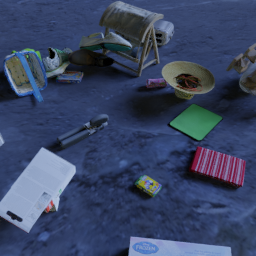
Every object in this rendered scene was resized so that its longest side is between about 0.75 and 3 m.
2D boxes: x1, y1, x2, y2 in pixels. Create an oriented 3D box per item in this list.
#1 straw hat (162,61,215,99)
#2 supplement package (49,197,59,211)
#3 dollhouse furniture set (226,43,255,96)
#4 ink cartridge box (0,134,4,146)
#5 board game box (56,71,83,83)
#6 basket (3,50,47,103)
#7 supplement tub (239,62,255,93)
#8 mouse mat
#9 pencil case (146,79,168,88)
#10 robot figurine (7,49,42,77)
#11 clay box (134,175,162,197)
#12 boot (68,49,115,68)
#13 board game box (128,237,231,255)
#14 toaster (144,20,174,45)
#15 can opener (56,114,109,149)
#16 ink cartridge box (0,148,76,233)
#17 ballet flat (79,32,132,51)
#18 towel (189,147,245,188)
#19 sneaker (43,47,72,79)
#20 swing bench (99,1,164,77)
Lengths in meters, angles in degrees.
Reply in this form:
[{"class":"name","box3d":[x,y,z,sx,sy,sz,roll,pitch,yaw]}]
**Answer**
[{"class":"straw hat","box3d":[2.618,-1.907,12.713,2.554,1.081,2.554,3,43,-3]},{"class":"supplement package","box3d":[-2.424,2.140,8.571,0.472,0.807,0.473,0,43,0]},{"class":"dollhouse furniture set","box3d":[6.258,-2.399,12.810,2.839,1.848,2.608,-36,76,-17]},{"class":"ink cartridge box","box3d":[-6.123,0.006,10.732,1.711,0.987,2.358,-29,50,-28]},{"class":"board game box","box3d":[-2.928,-2.583,14.120,1.196,0.206,0.809,3,43,4]},{"class":"basket","box3d":[-4.568,-2.445,12.574,1.683,2.134,2.420,-23,38,-16]},{"class":"supplement tub","box3d":[6.076,-2.490,13.408,1.050,1.050,1.592,25,49,25]},{"class":"mouse mat","box3d":[2.872,-0.295,11.760,1.575,0.074,1.957,32,52,30]},{"class":"pencil case","box3d":[1.408,-2.194,13.532,1.049,0.459,0.459,-5,43,-4]},{"class":"robot figurine","box3d":[-5.318,-3.321,14.259,1.668,1.100,1.901,25,47,24]},{"class":"clay box","box3d":[0.650,1.884,9.296,0.815,0.194,0.468,29,51,26]},{"class":"boot","box3d":[-1.786,-3.494,14.115,2.326,0.869,1.127,-14,26,-42]},{"class":"board game box","box3d":[1.231,4.084,6.628,2.677,0.581,2.664,4,43,5]},{"class":"toaster","box3d":[1.723,-5.771,16.887,1.999,1.136,1.291,15,47,11]},{"class":"can opener","box3d":[-1.764,0.053,10.965,2.179,0.724,0.574,-31,52,-23]},{"class":"ink cartridge box","box3d":[-2.542,1.727,7.859,1.164,0.538,2.136,28,61,7]},{"class":"ballet flat","box3d":[-1.188,-4.446,14.300,2.840,0.986,0.986,2,42,16]},{"class":"towel","box3d":[3.161,1.340,9.891,1.806,0.203,1.306,17,43,15]},{"class":"sneaker","box3d":[-3.588,-3.683,14.359,1.053,1.213,2.738,-9,37,16]},{"class":"swing bench","box3d":[0.089,-4.651,14.423,2.804,2.819,1.829,30,52,28]}]
